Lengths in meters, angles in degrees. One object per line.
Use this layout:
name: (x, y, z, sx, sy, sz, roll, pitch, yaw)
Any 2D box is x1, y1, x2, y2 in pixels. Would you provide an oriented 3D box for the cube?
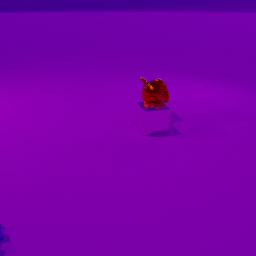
cube: (0.676, -0.295, 7.685, 0.717, 0.717, 0.717, -6, 25, -14)

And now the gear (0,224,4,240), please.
gear: (-2.439, 1.655, 4.057, 1.138, 0.211, 1.138, 0, 25, 0)

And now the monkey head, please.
monkey head: (0.770, -1.080, 8.364, 0.799, 1.326, 0.954, -20, 27, 6)
